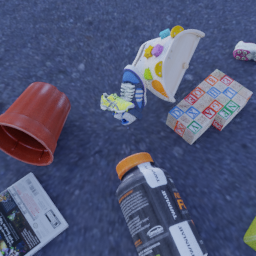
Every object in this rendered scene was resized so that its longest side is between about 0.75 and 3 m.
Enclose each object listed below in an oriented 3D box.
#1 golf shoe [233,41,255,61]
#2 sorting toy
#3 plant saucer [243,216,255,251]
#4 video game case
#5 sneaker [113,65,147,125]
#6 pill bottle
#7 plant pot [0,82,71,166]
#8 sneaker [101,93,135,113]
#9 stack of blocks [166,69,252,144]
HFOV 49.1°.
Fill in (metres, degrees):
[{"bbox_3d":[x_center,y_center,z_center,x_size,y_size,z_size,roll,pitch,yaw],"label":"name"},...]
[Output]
[{"bbox_3d":[4.868,-2.870,10.544,1.681,0.633,0.769,17,59,8],"label":"golf shoe"},{"bbox_3d":[0.874,-2.079,8.429,1.958,1.162,2.175,20,84,54],"label":"sorting toy"},{"bbox_3d":[4.796,2.744,7.395,2.473,0.592,2.470,36,67,18],"label":"plant saucer"},{"bbox_3d":[-2.937,2.504,7.748,1.799,0.231,1.979,-36,67,-18],"label":"video game case"},{"bbox_3d":[-0.013,-0.834,8.141,0.668,1.659,1.215,21,58,28],"label":"sneaker"},{"bbox_3d":[0.663,2.109,7.198,1.558,1.558,2.933,-19,63,-10],"label":"pill bottle"},{"bbox_3d":[-2.772,-0.221,8.408,1.987,1.987,1.933,14,54,8],"label":"plant pot"},{"bbox_3d":[-0.344,-0.703,7.818,1.193,0.456,0.450,10,27,37],"label":"sneaker"},{"bbox_3d":[2.654,-0.631,9.192,2.544,0.745,1.465,-40,68,-20],"label":"stack of blocks"}]
